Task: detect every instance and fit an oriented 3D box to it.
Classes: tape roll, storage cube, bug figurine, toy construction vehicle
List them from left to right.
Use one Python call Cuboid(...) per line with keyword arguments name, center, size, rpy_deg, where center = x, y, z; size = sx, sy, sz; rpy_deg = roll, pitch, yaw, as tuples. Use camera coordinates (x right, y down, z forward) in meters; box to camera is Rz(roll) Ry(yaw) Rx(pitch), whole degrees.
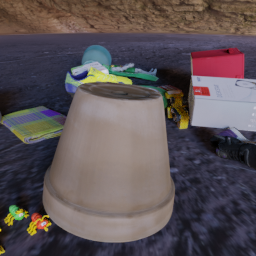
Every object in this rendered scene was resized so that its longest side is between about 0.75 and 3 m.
Cuboid(name="bug figurine", center=(-1.959, 1.656, 4.639), size=(0.954, 0.316, 1.230), rpy_deg=(19, 30, 38))
Cuboid(name="tape roll", center=(0.474, -1.168, 11.028), size=(2.135, 0.513, 2.135), rpy_deg=(-1, 23, 0))
Cuboid(name="toy construction vehicle", center=(2.211, -0.635, 9.667), size=(1.866, 0.755, 2.143), rpy_deg=(-7, 29, -7))
Cuboid(name="storage cube", center=(3.548, -2.109, 11.370), size=(1.883, 2.095, 1.791), rpy_deg=(-2, 23, 12))

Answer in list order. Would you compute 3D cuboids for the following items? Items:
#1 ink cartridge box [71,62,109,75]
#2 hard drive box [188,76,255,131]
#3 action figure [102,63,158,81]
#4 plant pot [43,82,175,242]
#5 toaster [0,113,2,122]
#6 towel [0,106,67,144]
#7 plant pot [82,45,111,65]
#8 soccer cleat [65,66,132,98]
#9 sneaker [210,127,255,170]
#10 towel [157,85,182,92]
Cuboid(name="ink cartridge box", center=(-1.796, -2.451, 13.363), size=(1.432, 0.827, 1.968), rpy_deg=(-17, 28, -12))
Cuboid(name="hard drive box", center=(2.983, -0.756, 8.195), size=(2.278, 0.875, 1.776), rpy_deg=(4, 31, 6))
Cuboid(name="action figure", center=(0.012, -2.993, 14.644), size=(2.863, 0.783, 1.691), rpy_deg=(3, 10, -15))
Cuboid(name="plant pot", center=(-0.258, 0.348, 5.067), size=(2.463, 2.137, 2.463), rpy_deg=(6, 18, -2))
Cuboid(name="toaster", center=(-5.191, -0.395, 8.006), size=(1.718, 1.511, 2.659), rpy_deg=(6, 25, 24))
Cuboid(name="towel", center=(-2.927, -0.154, 8.962), size=(1.771, 0.281, 2.466), rpy_deg=(-20, 29, -38))
Cuboid(name="plant pot", center=(-1.809, -3.466, 15.241), size=(1.618, 1.618, 1.520), rpy_deg=(2, 36, 5))
Cuboid(name="soccer cleat", center=(-1.213, -2.039, 12.079), size=(2.986, 1.249, 0.965), rpy_deg=(-8, 21, -19))
Cuboid(name="sneaker", center=(2.647, 0.631, 6.846), size=(0.810, 0.701, 1.851), rpy_deg=(-18, 21, -4))
Cuboid(name="towel", center=(1.628, -1.687, 12.726), size=(1.345, 0.153, 0.969), rpy_deg=(-13, 28, -24))
